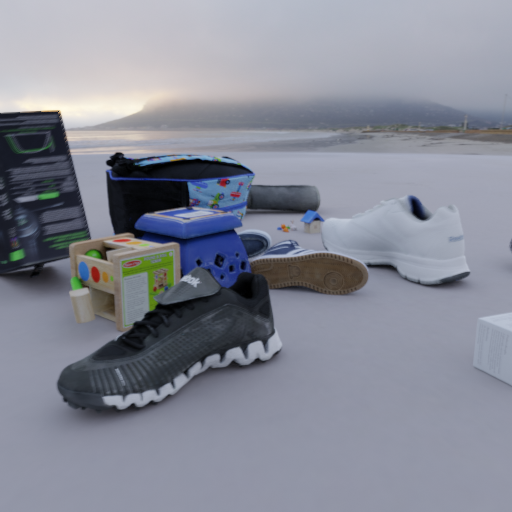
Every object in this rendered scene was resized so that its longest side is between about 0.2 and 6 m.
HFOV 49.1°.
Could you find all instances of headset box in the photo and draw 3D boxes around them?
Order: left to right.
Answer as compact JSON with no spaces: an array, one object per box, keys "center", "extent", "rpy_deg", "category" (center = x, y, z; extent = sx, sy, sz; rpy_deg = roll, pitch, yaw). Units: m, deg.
[{"center":[-3.871,-0.897,9.396],"extent":[1.161,2.503,2.179],"rpy_deg":[-15,5,-37],"category":"headset box"}]

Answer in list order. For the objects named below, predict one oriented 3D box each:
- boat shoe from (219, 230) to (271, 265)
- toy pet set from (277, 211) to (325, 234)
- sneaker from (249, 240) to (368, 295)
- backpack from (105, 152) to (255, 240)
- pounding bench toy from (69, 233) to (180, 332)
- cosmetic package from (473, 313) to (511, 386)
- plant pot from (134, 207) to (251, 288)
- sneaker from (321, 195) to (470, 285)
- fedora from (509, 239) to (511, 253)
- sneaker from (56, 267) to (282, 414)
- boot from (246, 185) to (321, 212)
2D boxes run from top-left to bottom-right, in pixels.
[{"center":[-0.502,-0.070,10.507],"extent":[1.574,0.557,0.715],"rpy_deg":[-8,20,8],"category":"boat shoe"},{"center":[1.166,-0.877,13.920],"extent":[1.000,0.531,0.934],"rpy_deg":[-8,16,-29],"category":"toy pet set"},{"center":[0.910,0.150,9.307],"extent":[1.976,0.692,1.072],"rpy_deg":[1,15,18],"category":"sneaker"},{"center":[-1.570,-1.166,11.883],"extent":[3.005,2.022,2.743],"rpy_deg":[-5,14,-17],"category":"backpack"},{"center":[-2.081,0.363,7.686],"extent":[1.290,1.027,1.653],"rpy_deg":[11,18,40],"category":"pounding bench toy"},{"center":[2.808,1.001,5.969],"extent":[0.585,0.584,0.709],"rpy_deg":[-5,15,-24],"category":"cosmetic package"},{"center":[-1.035,-0.055,8.873],"extent":[1.440,1.294,1.440],"rpy_deg":[11,18,42],"category":"plant pot"},{"center":[2.492,-0.462,10.315],"extent":[1.213,1.418,3.256],"rpy_deg":[-12,17,-37],"category":"sneaker"},{"center":[5.492,-0.275,9.945],"extent":[1.753,0.792,1.551],"rpy_deg":[10,37,16],"category":"fedora"},{"center":[-0.810,0.729,5.812],"extent":[2.622,1.186,0.871],"rpy_deg":[-11,17,-39],"category":"sneaker"},{"center":[0.402,-1.591,16.295],"extent":[2.917,1.058,2.652],"rpy_deg":[10,24,-3],"category":"boot"}]
